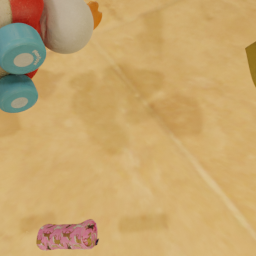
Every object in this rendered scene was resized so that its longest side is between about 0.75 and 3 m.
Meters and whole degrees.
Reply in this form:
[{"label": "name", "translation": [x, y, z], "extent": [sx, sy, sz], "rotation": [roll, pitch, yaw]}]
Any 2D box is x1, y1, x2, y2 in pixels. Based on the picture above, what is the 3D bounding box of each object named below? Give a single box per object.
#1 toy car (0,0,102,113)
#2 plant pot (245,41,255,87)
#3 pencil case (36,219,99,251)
[{"label": "toy car", "translation": [-1.597, -1.856, 5.533], "extent": [2.456, 2.173, 2.264], "rotation": [-15, 65, -33]}, {"label": "plant pot", "translation": [2.890, -1.010, 4.890], "extent": [1.122, 1.129, 1.155], "rotation": [-1, 86, -14]}, {"label": "pencil case", "translation": [-0.897, 1.580, 4.113], "extent": [0.985, 0.426, 0.408], "rotation": [-17, 50, 29]}]
